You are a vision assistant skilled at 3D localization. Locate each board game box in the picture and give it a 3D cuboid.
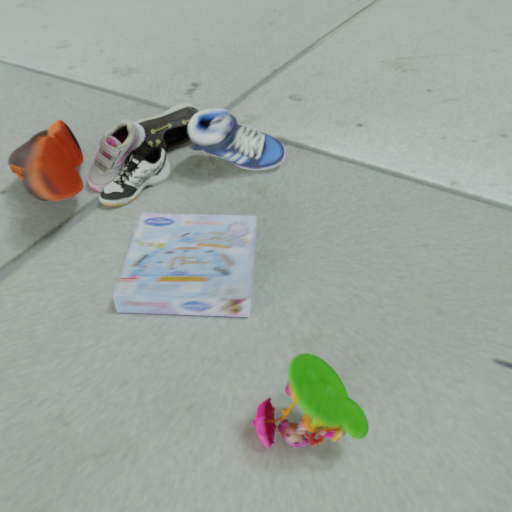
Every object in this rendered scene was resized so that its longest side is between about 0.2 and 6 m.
[{"bbox_3d":[-1.147,0.095,9.878,2.225,0.458,2.220,2,42,3],"label":"board game box"}]

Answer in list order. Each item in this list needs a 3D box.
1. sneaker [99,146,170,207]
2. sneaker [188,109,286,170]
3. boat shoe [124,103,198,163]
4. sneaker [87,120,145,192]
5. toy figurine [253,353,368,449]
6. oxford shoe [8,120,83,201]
[{"bbox_3d":[-2.582,-1.714,11.673,0.679,0.787,1.795,28,50,26],"label":"sneaker"},{"bbox_3d":[-0.396,-2.444,11.735,2.110,1.545,0.850,14,86,1],"label":"sneaker"},{"bbox_3d":[-2.212,-2.696,12.706,2.351,0.838,0.708,-33,63,-20],"label":"boat shoe"},{"bbox_3d":[-3.044,-2.183,11.772,0.704,0.764,1.732,26,83,8],"label":"sneaker"},{"bbox_3d":[0.560,2.087,7.205,1.315,1.210,0.987,41,33,-6],"label":"toy figurine"},{"bbox_3d":[-4.259,-1.710,11.157,1.234,1.211,3.401,-26,26,1],"label":"oxford shoe"}]
